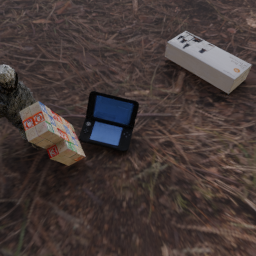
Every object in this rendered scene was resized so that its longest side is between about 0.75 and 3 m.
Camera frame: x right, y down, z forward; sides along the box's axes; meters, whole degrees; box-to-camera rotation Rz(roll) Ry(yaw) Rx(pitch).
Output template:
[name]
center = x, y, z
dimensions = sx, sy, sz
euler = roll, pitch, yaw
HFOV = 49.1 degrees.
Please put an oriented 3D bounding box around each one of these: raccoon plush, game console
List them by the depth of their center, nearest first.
[raccoon plush]
center = -2.668, -0.347, 7.173
dimensions = 1.649, 2.461, 1.191
euler = 45, 79, 1
[game console]
center = -0.538, -0.174, 7.858
dimensions = 1.449, 0.844, 1.275
euler = 13, 57, 1

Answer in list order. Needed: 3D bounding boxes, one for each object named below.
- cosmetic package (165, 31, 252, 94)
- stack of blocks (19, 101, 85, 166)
[cosmetic package]
center = 2.779, -2.416, 9.977
dimensions = 2.821, 0.714, 1.164
euler = 38, 60, 25
[stack of blocks]
center = -1.806, 0.214, 6.941
dimensions = 0.537, 1.832, 1.055
euler = -28, 68, 4
